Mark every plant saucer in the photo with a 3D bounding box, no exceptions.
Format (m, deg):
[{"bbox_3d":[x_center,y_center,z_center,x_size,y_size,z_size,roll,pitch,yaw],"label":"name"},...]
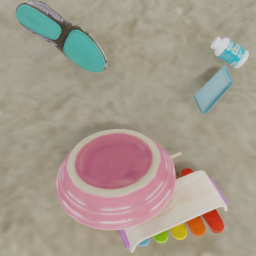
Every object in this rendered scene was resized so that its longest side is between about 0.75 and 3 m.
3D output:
[{"bbox_3d":[-0.299,0.917,6.376,2.747,0.696,2.747,-3,39,2],"label":"plant saucer"},{"bbox_3d":[2.389,-1.082,7.794,1.801,0.171,0.629,-42,110,-33],"label":"plant saucer"}]

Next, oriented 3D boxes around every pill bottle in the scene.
[{"bbox_3d":[2.944,-2.237,8.181,1.027,0.569,0.569,30,69,-6],"label":"pill bottle"}]

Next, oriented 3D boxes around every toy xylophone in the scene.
[{"bbox_3d":[0.958,1.686,6.673,2.708,0.680,1.983,-14,53,-4],"label":"toy xylophone"}]

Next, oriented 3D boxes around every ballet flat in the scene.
[{"bbox_3d":[-1.800,-2.749,8.262,2.904,1.045,1.045,33,68,-15],"label":"ballet flat"}]
